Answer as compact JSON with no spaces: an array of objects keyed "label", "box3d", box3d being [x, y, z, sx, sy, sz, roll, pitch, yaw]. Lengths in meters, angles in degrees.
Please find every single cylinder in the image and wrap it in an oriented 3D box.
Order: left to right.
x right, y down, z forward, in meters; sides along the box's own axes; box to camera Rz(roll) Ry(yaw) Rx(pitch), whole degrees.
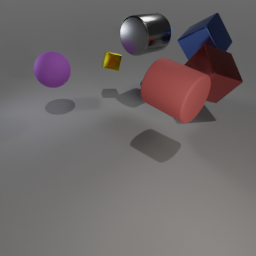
[{"label":"cylinder","box3d":[0.665,-3.513,10.494,1.400,1.400,1.400,27,37,35]},{"label":"cylinder","box3d":[1.310,-1.052,7.738,1.400,1.400,1.400,32,44,30]}]

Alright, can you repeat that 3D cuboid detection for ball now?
[{"label":"ball","box3d":[-2.949,-2.274,10.946,1.400,1.400,1.400,0,33,0]}]

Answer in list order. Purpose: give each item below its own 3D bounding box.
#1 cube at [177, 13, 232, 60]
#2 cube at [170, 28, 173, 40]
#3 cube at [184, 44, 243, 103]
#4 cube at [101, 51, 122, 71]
[{"label":"cube","box3d":[3.160,-3.545,11.460,1.400,1.400,1.400,-13,29,48]},{"label":"cube","box3d":[1.439,-4.154,12.333,0.700,0.700,0.700,-21,48,50]},{"label":"cube","box3d":[3.037,-1.958,10.319,1.400,1.400,1.400,9,57,-28]},{"label":"cube","box3d":[-0.729,-2.937,12.295,0.700,0.700,0.700,8,15,-18]}]
